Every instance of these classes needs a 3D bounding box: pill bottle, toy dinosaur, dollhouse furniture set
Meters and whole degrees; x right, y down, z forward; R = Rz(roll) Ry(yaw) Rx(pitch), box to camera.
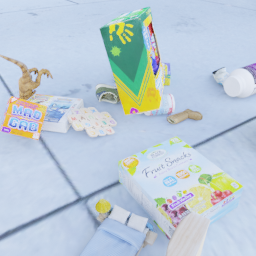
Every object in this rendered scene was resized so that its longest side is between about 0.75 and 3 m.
[{"bbox_3d":[4.371,-1.726,10.109,1.881,1.057,1.057,-20,40,-27],"label":"pill bottle"},{"bbox_3d":[0.862,-0.743,9.053,1.193,0.649,0.649,-6,35,-9],"label":"pill bottle"},{"bbox_3d":[-3.050,-1.415,8.507,0.840,2.781,1.477,32,53,1],"label":"toy dinosaur"},{"bbox_3d":[-0.089,2.034,4.450,2.141,1.397,2.021,18,39,25],"label":"dollhouse furniture set"}]

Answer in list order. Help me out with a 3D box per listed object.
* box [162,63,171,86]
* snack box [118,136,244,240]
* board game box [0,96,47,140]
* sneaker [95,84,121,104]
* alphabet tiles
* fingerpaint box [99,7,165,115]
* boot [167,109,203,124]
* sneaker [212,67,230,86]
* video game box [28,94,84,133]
[{"bbox_3d":[0.605,-2.251,11.345,2.203,0.533,1.293,2,34,5],"label":"box"},{"bbox_3d":[1.062,1.227,6.194,1.789,0.718,2.121,-21,39,-27],"label":"snack box"},{"bbox_3d":[-2.834,-0.249,7.564,0.931,0.931,0.932,16,-6,-26],"label":"board game box"},{"bbox_3d":[-0.334,-1.106,9.728,1.609,0.540,0.722,3,47,-9],"label":"sneaker"},{"bbox_3d":[-1.068,-0.230,8.449,1.420,0.104,1.389,-7,42,-36],"label":"alphabet tiles"},{"bbox_3d":[0.333,-2.111,8.312,1.064,2.421,2.901,-9,25,15],"label":"fingerpaint box"},{"bbox_3d":[1.780,-0.303,8.781,0.867,0.287,0.760,-22,27,-29],"label":"boot"},{"bbox_3d":[3.724,-2.023,11.100,0.595,0.600,1.656,-23,16,21],"label":"sneaker"},{"bbox_3d":[-2.504,-0.515,8.954,1.759,0.412,1.602,7,32,9],"label":"video game box"}]
